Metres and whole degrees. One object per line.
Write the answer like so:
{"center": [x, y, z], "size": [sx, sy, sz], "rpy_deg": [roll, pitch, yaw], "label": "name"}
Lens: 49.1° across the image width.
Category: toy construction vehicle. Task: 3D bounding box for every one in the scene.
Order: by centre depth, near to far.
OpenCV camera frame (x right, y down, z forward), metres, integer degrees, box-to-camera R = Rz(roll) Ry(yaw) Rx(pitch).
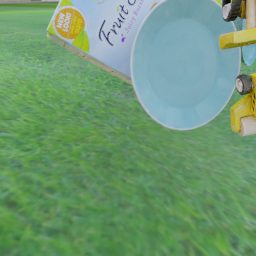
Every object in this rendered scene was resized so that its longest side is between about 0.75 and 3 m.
{"center": [2.385, -0.992, 3.607], "size": [2.274, 2.612, 0.920], "rpy_deg": [-8, 29, -3], "label": "toy construction vehicle"}

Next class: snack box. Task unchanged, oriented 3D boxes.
{"center": [0.232, -1.966, 5.012], "size": [2.647, 2.232, 0.896], "rpy_deg": [25, 1, -17], "label": "snack box"}

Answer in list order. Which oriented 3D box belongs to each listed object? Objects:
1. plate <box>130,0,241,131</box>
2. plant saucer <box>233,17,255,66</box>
{"center": [0.990, -1.067, 4.724], "size": [2.225, 2.225, 0.284], "rpy_deg": [-13, 18, -23], "label": "plate"}
{"center": [3.282, -3.048, 7.666], "size": [0.473, 2.630, 2.630], "rpy_deg": [14, 30, 33], "label": "plant saucer"}
